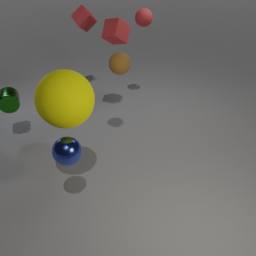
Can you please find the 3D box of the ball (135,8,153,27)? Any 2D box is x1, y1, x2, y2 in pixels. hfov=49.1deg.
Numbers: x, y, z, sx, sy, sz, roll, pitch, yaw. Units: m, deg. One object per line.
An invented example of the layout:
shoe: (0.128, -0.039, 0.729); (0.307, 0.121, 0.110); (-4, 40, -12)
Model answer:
ball: (0.629, -4.381, 11.113); (0.700, 0.700, 0.700); (0, 32, 0)

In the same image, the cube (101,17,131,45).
cube: (-0.435, -3.507, 10.187); (0.700, 0.700, 0.700); (11, -2, 38)

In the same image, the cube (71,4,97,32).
cube: (-1.929, -4.810, 12.320); (0.700, 0.700, 0.700); (55, 15, 18)

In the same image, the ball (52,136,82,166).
ball: (-1.443, 0.548, 6.626); (0.700, 0.700, 0.700); (0, 32, 0)

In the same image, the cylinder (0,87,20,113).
cylinder: (-4.154, -0.977, 9.770); (0.700, 0.700, 0.700); (-11, 36, -17)

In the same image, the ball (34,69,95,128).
ball: (-1.504, -0.688, 6.695); (1.400, 1.400, 1.400); (0, 32, 0)

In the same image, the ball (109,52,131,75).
ball: (-0.256, -2.016, 8.759); (0.700, 0.700, 0.700); (0, 32, 0)
